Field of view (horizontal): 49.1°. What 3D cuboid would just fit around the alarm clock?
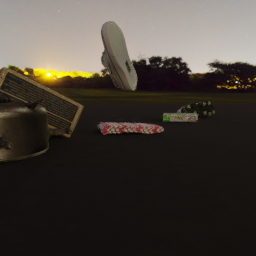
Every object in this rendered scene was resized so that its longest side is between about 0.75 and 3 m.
[{"bbox_3d":[-2.686,-0.020,4.787,2.993,0.996,2.019,-1,6,17],"label":"alarm clock"}]

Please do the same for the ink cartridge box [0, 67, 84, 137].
[{"bbox_3d":[-2.526,-0.606,7.035,1.955,0.891,2.374,27,-10,-31],"label":"ink cartridge box"}]

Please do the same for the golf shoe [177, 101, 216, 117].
[{"bbox_3d":[3.441,-0.923,13.942,2.071,0.799,0.912,-1,-3,-25],"label":"golf shoe"}]

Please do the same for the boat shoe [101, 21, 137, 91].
[{"bbox_3d":[-0.466,-2.362,9.590,0.901,0.987,2.743,5,-30,25],"label":"boat shoe"}]

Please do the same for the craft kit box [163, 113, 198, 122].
[{"bbox_3d":[2.132,-0.446,11.578,1.357,0.333,1.374,3,7,8],"label":"craft kit box"}]

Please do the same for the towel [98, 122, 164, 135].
[{"bbox_3d":[0.026,0.010,7.738,1.658,0.248,1.213,1,6,-11],"label":"towel"}]
